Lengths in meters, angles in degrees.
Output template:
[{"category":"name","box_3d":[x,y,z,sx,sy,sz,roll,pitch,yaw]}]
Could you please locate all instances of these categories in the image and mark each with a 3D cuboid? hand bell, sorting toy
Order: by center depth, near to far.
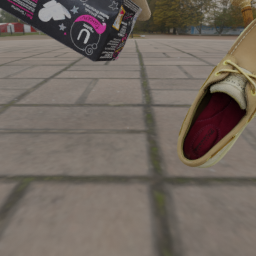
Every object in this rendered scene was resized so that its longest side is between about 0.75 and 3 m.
[{"category":"hand bell","box_3d":[3.270,-3.168,7.713,1.271,2.440,1.271,-10,-6,-1]},{"category":"sorting toy","box_3d":[-0.499,-3.893,8.143,2.028,0.370,1.877,18,-18,29]}]

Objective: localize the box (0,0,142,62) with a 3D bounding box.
[{"category":"box","box_3d":[-1.285,-2.798,6.543,2.653,1.522,1.753,31,19,5]}]

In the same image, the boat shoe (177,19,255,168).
[{"category":"boat shoe","box_3d":[0.837,-0.261,2.188,0.517,1.397,0.464,31,14,23]}]
